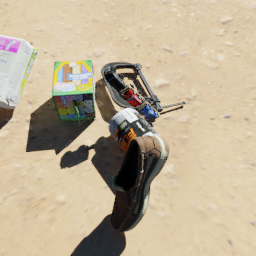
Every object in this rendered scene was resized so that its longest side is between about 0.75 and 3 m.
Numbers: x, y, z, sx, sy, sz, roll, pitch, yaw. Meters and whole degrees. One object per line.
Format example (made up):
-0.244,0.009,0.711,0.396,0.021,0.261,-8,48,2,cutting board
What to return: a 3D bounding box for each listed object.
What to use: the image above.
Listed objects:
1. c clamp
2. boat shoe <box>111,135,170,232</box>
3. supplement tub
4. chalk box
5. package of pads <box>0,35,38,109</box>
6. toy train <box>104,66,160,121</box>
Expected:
0.311,-1.337,8.890,2.101,0.333,2.460,-16,57,-22,c clamp
-0.006,1.178,5.886,0.869,2.348,0.867,7,19,-38,boat shoe
0.269,0.289,7.298,0.959,0.959,1.564,-30,57,-21,supplement tub
-1.533,-0.953,8.133,1.131,1.139,1.825,-4,52,-4,chalk box
-4.281,-1.791,8.406,2.635,0.899,2.035,14,81,15,package of pads
0.159,-0.845,7.611,0.378,2.217,0.508,-33,38,25,toy train
